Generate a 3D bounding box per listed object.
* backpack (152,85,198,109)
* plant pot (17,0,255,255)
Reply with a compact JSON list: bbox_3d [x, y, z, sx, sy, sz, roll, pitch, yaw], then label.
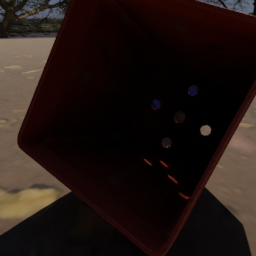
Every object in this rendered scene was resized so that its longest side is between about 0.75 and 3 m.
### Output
[{"bbox_3d":[1.032,-1.664,9.228,2.073,2.007,2.470,-23,18,13],"label":"backpack"},{"bbox_3d":[0.447,-0.289,4.568,2.805,2.803,2.472,31,12,26],"label":"plant pot"}]
